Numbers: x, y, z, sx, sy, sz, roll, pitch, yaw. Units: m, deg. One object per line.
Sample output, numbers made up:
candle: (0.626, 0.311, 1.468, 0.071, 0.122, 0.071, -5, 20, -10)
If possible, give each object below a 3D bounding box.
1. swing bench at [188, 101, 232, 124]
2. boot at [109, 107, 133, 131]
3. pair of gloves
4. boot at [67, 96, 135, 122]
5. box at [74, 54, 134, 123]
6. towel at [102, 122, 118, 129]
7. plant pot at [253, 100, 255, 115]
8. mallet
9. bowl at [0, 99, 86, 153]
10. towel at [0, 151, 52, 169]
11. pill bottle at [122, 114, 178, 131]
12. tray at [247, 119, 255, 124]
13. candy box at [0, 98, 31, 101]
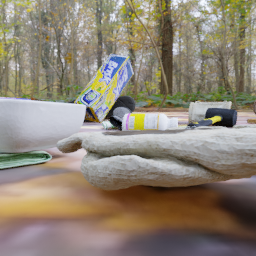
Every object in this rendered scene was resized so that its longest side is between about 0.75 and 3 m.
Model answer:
swing bench: (2.893, -0.529, 9.817, 1.307, 0.852, 1.314, 2, 5, 23)
boot: (-0.205, -0.274, 7.453, 0.783, 0.415, 1.189, -3, 21, -42)
pair of gloves: (0.940, 0.194, 2.296, 2.211, 0.456, 2.600, -2, 0, 38)
boot: (-1.214, -0.806, 12.445, 2.904, 1.063, 2.186, -9, 0, -5)
box: (-0.810, -1.526, 10.412, 0.856, 2.664, 0.933, 16, -30, 27)
towel: (-0.044, -0.060, 8.107, 1.365, 0.160, 1.041, 1, 5, -9)
plant pot: (6.441, -0.847, 13.042, 1.289, 1.289, 1.124, 3, 21, 34)
mallet: (2.428, -0.171, 7.803, 0.934, 0.584, 2.836, 6, 11, 26)
bowl: (-1.268, -0.030, 3.096, 1.346, 0.502, 1.344, 2, 2, 18)
towel: (-1.909, 0.254, 3.066, 1.791, 0.209, 1.366, 4, 5, 45)
pill bottle: (0.389, -0.009, 4.867, 0.926, 0.483, 0.483, 1, 4, 11)
tray: (5.196, -0.270, 10.928, 0.970, 0.180, 0.478, -1, 4, -23)
candy box: (-5.719, -0.750, 11.661, 2.659, 1.024, 2.248, 2, 3, 43)
